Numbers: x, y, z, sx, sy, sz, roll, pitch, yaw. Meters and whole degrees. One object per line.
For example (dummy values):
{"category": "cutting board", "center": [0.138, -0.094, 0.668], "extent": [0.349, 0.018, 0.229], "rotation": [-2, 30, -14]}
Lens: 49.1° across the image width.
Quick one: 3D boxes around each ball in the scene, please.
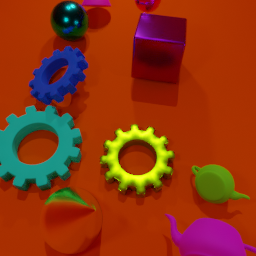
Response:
{"category": "ball", "center": [0.565, -3.690, 7.956], "extent": [0.767, 0.767, 0.767], "rotation": [0, 61, 0]}
{"category": "ball", "center": [-1.734, -3.185, 8.337], "extent": [1.138, 1.138, 1.138], "rotation": [0, 61, 0]}

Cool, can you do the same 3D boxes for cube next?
{"category": "cube", "center": [0.828, -2.146, 7.562], "extent": [1.274, 1.274, 1.274], "rotation": [9, 49, 4]}

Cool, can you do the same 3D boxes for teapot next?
{"category": "teapot", "center": [1.972, 1.221, 6.135], "extent": [1.361, 0.846, 0.666], "rotation": [32, 24, 31]}
{"category": "teapot", "center": [1.509, 2.131, 5.172], "extent": [1.907, 1.186, 0.934], "rotation": [14, 47, 20]}

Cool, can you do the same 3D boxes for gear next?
{"category": "gear", "center": [0.221, 0.752, 6.664], "extent": [1.731, 0.320, 1.731], "rotation": [0, 61, 0]}
{"category": "gear", "center": [-2.182, 0.441, 6.769], "extent": [2.096, 0.388, 2.096], "rotation": [0, 62, -1]}
{"category": "gear", "center": [-1.858, -1.412, 7.443], "extent": [1.687, 0.312, 1.687], "rotation": [-15, 55, 22]}

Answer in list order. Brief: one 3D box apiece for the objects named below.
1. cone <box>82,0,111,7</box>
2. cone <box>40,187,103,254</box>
{"category": "cone", "center": [-1.011, -4.386, 8.877], "extent": [0.957, 0.961, 0.957], "rotation": [1, 20, 0]}
{"category": "cone", "center": [-0.859, 1.655, 5.324], "extent": [1.343, 1.348, 1.343], "rotation": [12, 63, -24]}
